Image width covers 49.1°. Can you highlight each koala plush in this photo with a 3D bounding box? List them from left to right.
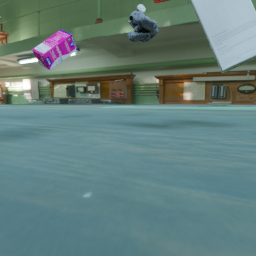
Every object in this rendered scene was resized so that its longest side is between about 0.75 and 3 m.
[{"bbox_3d":[0.504,-4.373,11.660,1.234,1.191,1.343,-2,50,-35],"label":"koala plush"}]

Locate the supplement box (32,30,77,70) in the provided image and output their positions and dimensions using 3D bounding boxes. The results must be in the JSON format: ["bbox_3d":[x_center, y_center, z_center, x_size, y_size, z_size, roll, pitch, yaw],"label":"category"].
[{"bbox_3d":[-2.777,-2.993,10.718,0.751,0.735,1.453,33,66,32],"label":"supplement box"}]

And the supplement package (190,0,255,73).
[{"bbox_3d":[2.585,-2.627,7.194,1.221,2.089,1.226,-23,-1,21],"label":"supplement package"}]

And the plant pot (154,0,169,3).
[{"bbox_3d":[1.103,-3.014,5.450,0.854,0.968,0.969,-21,23,-41],"label":"plant pot"}]
